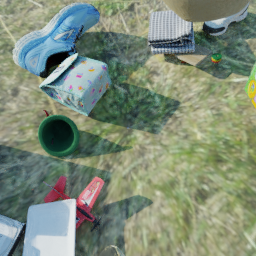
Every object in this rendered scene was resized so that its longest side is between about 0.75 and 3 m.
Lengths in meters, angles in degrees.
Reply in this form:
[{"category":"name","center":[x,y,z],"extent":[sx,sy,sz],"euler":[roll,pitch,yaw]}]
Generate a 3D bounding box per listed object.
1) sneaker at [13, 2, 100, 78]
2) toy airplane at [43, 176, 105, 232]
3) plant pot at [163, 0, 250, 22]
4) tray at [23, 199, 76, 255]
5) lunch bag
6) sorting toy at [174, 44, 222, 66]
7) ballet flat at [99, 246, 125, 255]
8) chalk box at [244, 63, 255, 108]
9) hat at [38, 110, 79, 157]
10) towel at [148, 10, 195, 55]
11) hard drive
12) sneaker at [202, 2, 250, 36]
[{"category":"sneaker","center":[-1.859,-2.524,8.401],"extent":[1.344,1.171,2.988],"euler":[42,72,8]},{"category":"toy airplane","center":[-1.214,1.616,5.980],"extent":[1.554,0.286,1.554],"euler":[-2,71,7]},{"category":"plant pot","center":[1.635,-3.319,5.666],"extent":[2.868,1.925,2.868],"euler":[-11,34,8]},{"category":"tray","center":[-1.500,2.452,5.391],"extent":[1.094,0.226,2.037],"euler":[-11,56,9]},{"category":"lunch bag","center":[-1.431,-1.253,7.486],"extent":[1.540,0.939,1.312],"euler":[24,63,19]},{"category":"sorting toy","center":[1.913,-2.175,8.434],"extent":[0.801,0.281,1.661],"euler":[-39,55,-23]},{"category":"ballet flat","center":[-0.087,3.483,4.652],"extent":[0.952,0.814,2.866],"euler":[-35,50,31]},{"category":"chalk box","center":[4.169,-1.125,7.000],"extent":[1.646,1.635,2.637],"euler":[-10,57,-5]},{"category":"hat","center":[-1.683,0.048,7.116],"extent":[0.979,1.041,1.182],"euler":[-13,99,0]},{"category":"towel","center":[1.327,-3.014,8.592],"extent":[1.383,0.715,1.671],"euler":[0,50,11]},{"category":"hard drive","center":[-2.734,2.384,5.527],"extent":[0.911,0.247,1.303],"euler":[16,59,11]},{"category":"sneaker","center":[3.219,-3.784,9.210],"extent":[2.098,0.839,0.773],"euler":[-38,66,-20]}]
